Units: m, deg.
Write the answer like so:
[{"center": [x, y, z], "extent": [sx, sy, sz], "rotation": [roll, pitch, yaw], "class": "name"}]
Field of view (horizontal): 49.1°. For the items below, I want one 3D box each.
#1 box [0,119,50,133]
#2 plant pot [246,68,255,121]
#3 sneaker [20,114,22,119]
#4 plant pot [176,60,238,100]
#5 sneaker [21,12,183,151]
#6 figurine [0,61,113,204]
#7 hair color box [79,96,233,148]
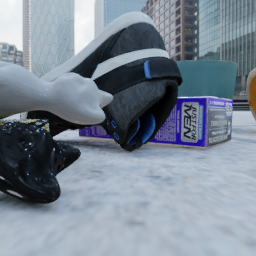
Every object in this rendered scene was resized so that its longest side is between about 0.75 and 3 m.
[{"center": [-1.890, 0.138, 3.140], "extent": [1.868, 0.461, 1.492], "rotation": [-1, 6, -12], "class": "box"}, {"center": [3.938, -0.851, 6.054], "extent": [2.164, 2.364, 2.364], "rotation": [-16, 4, 0], "class": "plant pot"}, {"center": [-3.900, -0.619, 12.110], "extent": [0.827, 0.707, 1.899], "rotation": [7, 7, 19], "class": "sneaker"}, {"center": [1.837, -0.828, 7.652], "extent": [2.133, 1.712, 2.133], "rotation": [0, 4, 0], "class": "plant pot"}, {"center": [-0.527, -0.190, 4.093], "extent": [2.833, 1.585, 1.035], "rotation": [-36, -27, 29], "class": "sneaker"}, {"center": [-1.023, -0.087, 2.327], "extent": [1.615, 0.712, 1.655], "rotation": [8, 31, 9], "class": "figurine"}, {"center": [0.444, -0.157, 4.977], "extent": [2.436, 0.790, 1.332], "rotation": [5, 5, 34], "class": "hair color box"}]
